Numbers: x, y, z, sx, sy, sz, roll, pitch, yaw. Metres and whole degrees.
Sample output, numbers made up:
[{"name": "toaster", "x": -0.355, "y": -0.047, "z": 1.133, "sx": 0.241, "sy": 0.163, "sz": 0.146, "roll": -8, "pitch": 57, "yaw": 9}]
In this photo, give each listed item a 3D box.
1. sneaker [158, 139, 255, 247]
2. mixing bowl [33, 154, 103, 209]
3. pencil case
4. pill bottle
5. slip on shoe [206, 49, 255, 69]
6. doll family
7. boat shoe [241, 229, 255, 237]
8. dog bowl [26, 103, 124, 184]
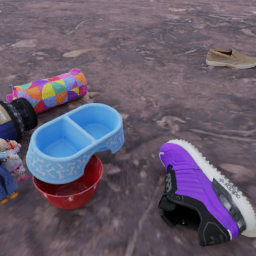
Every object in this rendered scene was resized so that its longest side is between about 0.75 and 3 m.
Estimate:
[{"name": "sneaker", "x": 1.130, "y": 1.265, "z": 5.860, "sx": 1.402, "sy": 0.980, "sz": 2.819, "roll": -26, "pitch": 34, "yaw": -11}, {"name": "mixing bowl", "x": -1.246, "y": 1.213, "z": 6.076, "sx": 1.453, "sy": 0.787, "sz": 1.453, "roll": 0, "pitch": 33, "yaw": 0}, {"name": "pencil case", "x": -2.660, "y": -1.237, "z": 9.522, "sx": 2.571, "sy": 1.136, "sz": 1.136, "roll": -23, "pitch": 40, "yaw": -33}, {"name": "pill bottle", "x": -3.636, "y": 0.024, "z": 7.411, "sx": 1.278, "sy": 1.278, "sz": 2.285, "roll": 25, "pitch": 42, "yaw": 33}, {"name": "slip on shoe", "x": 4.795, "y": -3.233, "z": 12.811, "sx": 2.319, "sy": 0.702, "sz": 0.882, "roll": 6, "pitch": 34, "yaw": 9}, {"name": "doll family", "x": -2.846, "y": 1.006, "z": 5.488, "sx": 0.970, "sy": 1.336, "sz": 2.153, "roll": 9, "pitch": 37, "yaw": 43}, {"name": "boat shoe", "x": 2.481, "y": 1.953, "z": 5.495, "sx": 0.851, "sy": 0.306, "sz": 0.288, "roll": 2, "pitch": 1, "yaw": 14}, {"name": "dog bowl", "x": -1.101, "y": 0.212, "z": 6.346, "sx": 1.385, "sy": 0.616, "sz": 2.486, "roll": 37, "pitch": 46, "yaw": 24}]
